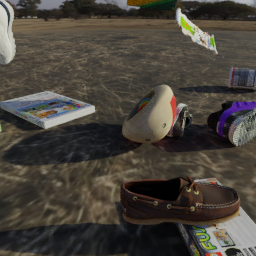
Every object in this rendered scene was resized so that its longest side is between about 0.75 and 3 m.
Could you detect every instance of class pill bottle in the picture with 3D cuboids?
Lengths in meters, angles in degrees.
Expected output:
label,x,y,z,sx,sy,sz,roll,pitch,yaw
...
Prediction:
label,x,y,z,sx,sy,sz,roll,pitch,yaw
pill bottle,5.154,-2.115,12.056,1.523,0.882,0.882,8,25,19

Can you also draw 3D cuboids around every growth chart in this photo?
label,x,y,z,sx,sy,sz,roll,pitch,yaw
growth chart,2.223,-3.105,9.116,1.940,0.172,1.404,27,43,-27

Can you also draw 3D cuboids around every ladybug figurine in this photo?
label,x,y,z,sx,sy,sz,roll,pitch,yaw
ladybug figurine,0.643,-0.332,7.446,0.889,1.678,2.472,44,21,-9

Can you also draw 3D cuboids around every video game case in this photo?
label,x,y,z,sx,sy,sz,roll,pitch,yaw
video game case,-2.798,-0.714,9.625,2.778,0.250,1.989,19,30,38

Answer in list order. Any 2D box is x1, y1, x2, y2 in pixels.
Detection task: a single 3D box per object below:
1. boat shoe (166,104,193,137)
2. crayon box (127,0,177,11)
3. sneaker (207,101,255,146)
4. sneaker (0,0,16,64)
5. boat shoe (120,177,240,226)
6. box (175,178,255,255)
label,x,y,z,sx,sy,sz,roll,pitch,yaw
boat shoe,1.575,-0.200,8.100,0.524,0.582,1.647,9,33,21
crayon box,0.559,-3.086,5.286,1.048,0.514,1.765,6,-20,-1
sneaker,3.402,-0.432,8.050,2.797,0.972,1.391,-15,27,-31
sneaker,-4.112,-2.783,8.597,0.924,2.420,0.974,24,55,-1
boat shoe,0.784,1.060,4.231,1.828,0.643,0.644,-5,23,1
box,1.333,1.489,4.408,1.061,0.335,1.928,-4,24,-10
